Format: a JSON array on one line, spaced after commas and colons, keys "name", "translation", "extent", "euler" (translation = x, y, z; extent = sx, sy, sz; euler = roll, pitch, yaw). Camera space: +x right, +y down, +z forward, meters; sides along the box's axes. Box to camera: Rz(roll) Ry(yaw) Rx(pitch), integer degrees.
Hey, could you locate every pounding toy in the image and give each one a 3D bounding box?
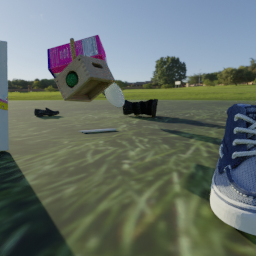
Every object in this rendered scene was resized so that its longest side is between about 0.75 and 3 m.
[{"name": "pounding toy", "translation": [-1.324, -1.578, 8.035], "extent": [1.386, 1.070, 1.505], "euler": [-35, -16, 29]}]

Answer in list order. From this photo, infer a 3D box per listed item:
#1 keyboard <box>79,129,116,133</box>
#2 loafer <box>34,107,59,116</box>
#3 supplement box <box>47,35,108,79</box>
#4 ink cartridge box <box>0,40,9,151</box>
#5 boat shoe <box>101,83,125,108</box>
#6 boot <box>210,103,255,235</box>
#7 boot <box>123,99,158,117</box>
[{"name": "keyboard", "translation": [-0.935, 0.071, 8.734], "extent": [1.148, 0.061, 0.323], "euler": [-4, 8, -29]}, {"name": "loafer", "translation": [-4.208, -0.854, 14.554], "extent": [1.273, 0.447, 0.432], "euler": [-3, 8, -22]}, {"name": "supplement box", "translation": [-1.931, -2.629, 10.909], "extent": [2.117, 1.094, 1.071], "euler": [-13, -28, 5]}, {"name": "ink cartridge box", "translation": [-3.478, -0.638, 5.642], "extent": [1.624, 2.246, 1.632], "euler": [-2, 7, -42]}, {"name": "boat shoe", "translation": [-0.806, -1.647, 12.171], "extent": [0.731, 2.045, 0.611], "euler": [-34, -16, -9]}, {"name": "boot", "translation": [1.374, 0.257, 3.197], "extent": [0.848, 1.053, 2.330], "euler": [2, 7, 13]}, {"name": "boot", "translation": [0.561, -1.020, 13.970], "extent": [1.716, 0.864, 2.296], "euler": [7, -3, 1]}]
